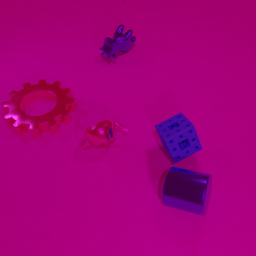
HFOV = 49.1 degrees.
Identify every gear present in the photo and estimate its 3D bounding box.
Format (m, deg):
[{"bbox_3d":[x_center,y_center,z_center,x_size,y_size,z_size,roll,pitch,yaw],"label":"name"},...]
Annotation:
[{"bbox_3d":[-2.648,-0.632,8.424,2.075,0.384,2.075,0,50,0],"label":"gear"}]

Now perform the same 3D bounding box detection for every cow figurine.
[{"bbox_3d":[-0.358,-2.974,10.037,0.753,1.372,1.350,35,95,15],"label":"cow figurine"}]

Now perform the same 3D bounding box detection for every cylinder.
[{"bbox_3d":[1.332,1.391,6.252,0.908,0.908,0.908,9,49,25],"label":"cylinder"}]

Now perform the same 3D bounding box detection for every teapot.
[{"bbox_3d":[-0.644,0.158,7.431,1.385,0.861,0.678,-25,93,-3],"label":"teapot"}]

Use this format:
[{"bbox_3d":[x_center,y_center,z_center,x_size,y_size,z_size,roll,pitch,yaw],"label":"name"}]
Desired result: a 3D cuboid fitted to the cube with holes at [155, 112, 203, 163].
[{"bbox_3d":[1.280,0.237,7.147,0.785,0.785,0.785,-27,31,0],"label":"cube with holes"}]
